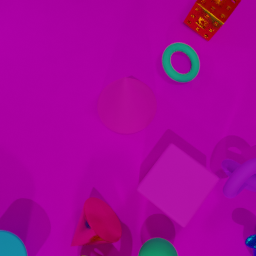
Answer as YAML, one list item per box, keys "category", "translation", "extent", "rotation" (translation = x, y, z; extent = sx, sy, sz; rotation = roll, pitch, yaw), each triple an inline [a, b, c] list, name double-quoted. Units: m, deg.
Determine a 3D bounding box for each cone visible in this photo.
- category: "cone"
  translation: [-0.045, -0.861, 6.889]
  extent: [1.627, 1.633, 1.627]
  rotation: [0, 73, 1]
- category: "cone"
  translation: [-0.961, 2.444, 6.529]
  extent: [1.167, 1.163, 1.163]
  rotation: [-43, 77, 16]

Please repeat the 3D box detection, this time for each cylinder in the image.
- category: "cylinder"
  translation: [-2.793, 2.875, 5.780]
  extent: [1.229, 1.229, 1.229]
  rotation: [14, 53, -19]

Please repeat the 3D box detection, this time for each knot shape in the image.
- category: "knot shape"
  translation: [2.790, 1.081, 6.277]
  extent: [1.809, 1.693, 0.836]
  rotation: [-2, 83, -10]

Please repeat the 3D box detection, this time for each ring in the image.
- category: "ring"
  translation: [1.473, -1.816, 7.757]
  extent: [1.140, 0.228, 1.140]
  rotation: [3, 80, -18]

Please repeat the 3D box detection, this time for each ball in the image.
- category: "ball"
  translation: [0.633, 2.763, 5.882]
  extent: [0.850, 0.850, 0.850]
  rotation: [0, 74, 0]

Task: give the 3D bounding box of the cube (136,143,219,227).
- category: "cube"
  translation: [1.074, 1.286, 6.425]
  extent: [1.267, 1.267, 1.267]
  rotation: [37, 83, 10]

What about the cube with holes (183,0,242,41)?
- category: "cube with holes"
  translation: [2.324, -3.253, 7.827]
  extent: [0.939, 0.939, 0.939]
  rotation: [38, 76, 0]

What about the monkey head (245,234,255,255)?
- category: "monkey head"
  translation: [3.424, 2.708, 6.006]
  extent: [1.916, 1.155, 1.379]
  rotation: [38, 99, 10]
